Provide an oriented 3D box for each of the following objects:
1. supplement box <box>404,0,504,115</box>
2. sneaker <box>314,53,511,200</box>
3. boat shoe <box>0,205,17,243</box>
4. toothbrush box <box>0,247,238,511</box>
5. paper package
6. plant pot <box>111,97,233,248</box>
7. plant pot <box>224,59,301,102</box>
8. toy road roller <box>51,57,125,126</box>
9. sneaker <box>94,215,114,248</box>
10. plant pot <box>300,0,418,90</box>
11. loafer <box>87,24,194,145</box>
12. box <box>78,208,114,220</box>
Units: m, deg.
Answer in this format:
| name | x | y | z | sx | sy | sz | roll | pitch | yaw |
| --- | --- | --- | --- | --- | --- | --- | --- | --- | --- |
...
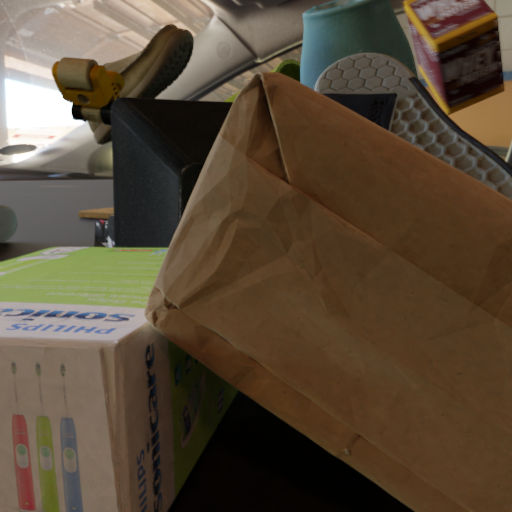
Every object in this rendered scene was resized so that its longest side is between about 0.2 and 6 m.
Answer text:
| name | x | y | z | sx | sy | sz | roll | pitch | yaw |
| --- | --- | --- | --- | --- | --- | --- | --- | --- | --- |
| supplement box | 3.657 | -3.880 | 10.347 | 1.097 | 1.652 | 1.629 | -22 | 49 | 13 |
| sneaker | 1.597 | -0.066 | 5.348 | 1.262 | 2.399 | 3.320 | -18 | 50 | 5 |
| boat shoe | -4.938 | -0.471 | 9.570 | 0.695 | 0.706 | 1.991 | 5 | 17 | 13 |
| toothbrush box | -0.937 | 0.508 | 2.942 | 1.478 | 0.874 | 2.030 | 0 | 8 | 11 |
| paper package | 0.737 | 0.132 | 2.603 | 1.889 | 1.025 | 1.982 | 33 | 16 | 6 |
| plant pot | -0.271 | -0.377 | 5.527 | 2.066 | 2.071 | 1.837 | -3 | 21 | -19 |
| plant pot | -0.143 | -1.892 | 11.510 | 3.088 | 3.208 | 3.208 | -12 | 2 | 32 |
| toy road roller | -2.119 | -2.249 | 7.326 | 0.632 | 0.751 | 1.029 | 9 | -31 | 12 |
| sneaker | -1.966 | -0.335 | 8.709 | 0.725 | 0.674 | 1.678 | -4 | 12 | -31 |
| plant pot | 1.529 | -3.027 | 8.750 | 1.941 | 1.824 | 1.941 | -13 | 26 | 7 |
| loafer | -1.975 | -2.716 | 8.683 | 2.589 | 0.873 | 0.984 | -34 | 8 | 36 |
| box | -3.373 | -1.106 | 14.651 | 1.933 | 0.206 | 1.580 | 4 | 10 | 28 |
